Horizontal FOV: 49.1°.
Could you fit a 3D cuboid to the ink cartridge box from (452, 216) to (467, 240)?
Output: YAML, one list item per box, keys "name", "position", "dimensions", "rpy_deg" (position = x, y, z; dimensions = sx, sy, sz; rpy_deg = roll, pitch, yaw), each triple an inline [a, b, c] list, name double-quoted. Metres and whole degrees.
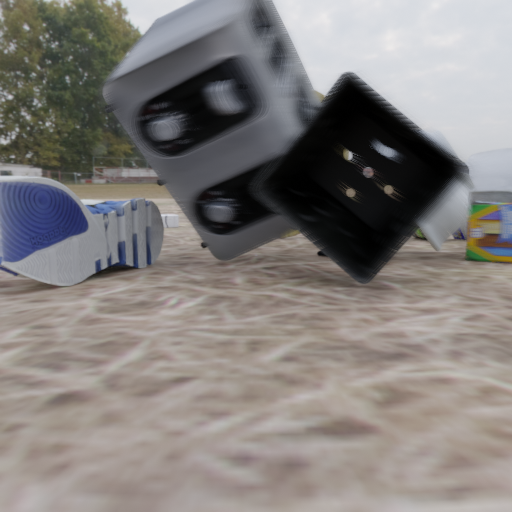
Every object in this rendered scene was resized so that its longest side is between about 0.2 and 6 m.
- name: "ink cartridge box"
  position: [4.496, -0.645, 12.234]
  dimensions: [0.153, 0.706, 0.699]
  rpy_deg: [-44, 25, -18]

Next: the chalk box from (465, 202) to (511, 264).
- name: "chalk box"
  position: [4.215, -0.373, 8.928]
  dimensions: [1.521, 0.943, 0.949]
  rpy_deg: [5, 8, 29]

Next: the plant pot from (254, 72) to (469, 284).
- name: "plant pot"
  position: [1.315, -0.994, 6.995]
  dimensions: [1.757, 1.752, 1.558]
  rpy_deg: [41, 19, 4]

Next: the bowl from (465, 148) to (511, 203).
- name: "bowl"
  position: [4.692, -0.883, 10.091]
  dimensions: [0.777, 2.078, 2.081]
  rpy_deg: [-43, 19, -13]

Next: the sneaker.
- name: "sneaker"
  position: [-2.820, -0.263, 7.576]
  dimensions: [1.820, 1.273, 3.151]
  rpy_deg: [-1, 0, 23]

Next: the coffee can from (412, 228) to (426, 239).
- name: "coffee can"
  position: [3.811, -0.711, 12.427]
  dimensions: [0.697, 0.697, 0.952]
  rpy_deg: [-1, 7, -9]

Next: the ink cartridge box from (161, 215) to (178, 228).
- name: "ink cartridge box"
  position: [-2.711, -0.985, 15.938]
  dimensions: [0.865, 0.364, 0.630]
  rpy_deg: [-4, 8, -28]

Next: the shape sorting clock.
- name: "shape sorting clock"
  position: [0.671, -2.131, 12.852]
  dimensions: [3.457, 3.457, 0.678]
  rpy_deg: [6, -2, 40]

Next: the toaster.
- name: "toaster"
  position: [-0.336, -2.288, 8.981]
  dimensions: [2.155, 3.284, 3.632]
  rpy_deg: [-19, 34, 20]

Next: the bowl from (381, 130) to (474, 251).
- name: "bowl"
  position: [2.829, -1.311, 9.234]
  dimensions: [1.050, 2.337, 2.337]
  rpy_deg: [-31, -2, 18]

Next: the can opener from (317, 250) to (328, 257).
- name: "can opener"
  position: [1.561, -0.151, 9.300]
  dimensions: [1.235, 0.392, 0.486]
  rpy_deg: [5, 10, 31]
